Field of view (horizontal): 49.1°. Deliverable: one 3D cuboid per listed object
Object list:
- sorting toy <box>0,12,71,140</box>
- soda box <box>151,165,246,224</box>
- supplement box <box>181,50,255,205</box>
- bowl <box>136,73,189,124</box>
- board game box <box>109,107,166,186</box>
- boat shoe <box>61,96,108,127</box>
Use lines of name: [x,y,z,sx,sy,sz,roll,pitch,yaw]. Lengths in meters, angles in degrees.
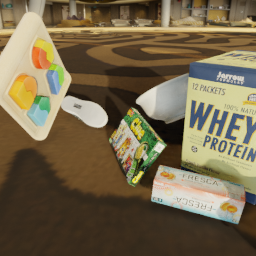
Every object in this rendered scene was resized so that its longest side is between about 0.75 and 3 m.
sorting toy: [-2.092,-1.089,6.617,0.428,2.345,2.171,10,65,16]
soda box: [1.201,1.131,4.871,1.511,0.517,0.480,12,29,15]
supplement box: [2.440,-0.233,5.823,1.596,2.376,2.378,19,29,36]
bowl: [1.336,-0.721,7.785,2.067,0.929,2.067,-21,-4,-2]
board game box: [0.120,0.316,6.353,0.241,1.075,2.053,33,10,-25]
boat shoe: [-1.280,-0.486,8.659,1.934,0.664,0.547,27,-9,35]
